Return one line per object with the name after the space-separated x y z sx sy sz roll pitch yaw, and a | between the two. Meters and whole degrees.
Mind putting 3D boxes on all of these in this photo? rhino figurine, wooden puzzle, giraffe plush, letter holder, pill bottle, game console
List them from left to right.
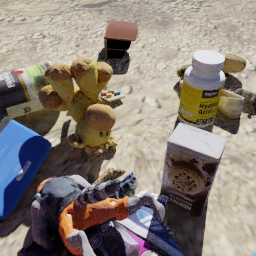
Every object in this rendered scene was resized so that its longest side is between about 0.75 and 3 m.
-3.565 1.055 7.152 2.162 1.498 2.532 32 41 -11 | game console
-1.112 -0.380 7.526 2.103 2.438 1.977 -17 59 -22 | giraffe plush
-0.579 -1.173 9.653 0.734 0.183 0.793 -18 34 -29 | wooden puzzle
-0.256 -3.888 12.367 1.395 0.987 1.963 3 41 1 | letter holder
2.177 -1.144 8.275 1.169 2.101 1.169 0 41 0 | pill bottle
4.186 -0.943 9.343 1.443 0.431 0.631 21 45 20 | rhino figurine

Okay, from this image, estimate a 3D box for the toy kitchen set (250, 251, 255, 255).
2.600 2.883 4.382 1.439 1.058 1.796 14 43 16 | toy kitchen set

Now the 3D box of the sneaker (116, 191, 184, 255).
0.677 1.907 5.804 1.627 0.655 1.191 23 51 33 | sneaker

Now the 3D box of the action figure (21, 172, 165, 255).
-0.727 1.354 5.590 2.887 1.561 2.985 -1 26 45 | action figure

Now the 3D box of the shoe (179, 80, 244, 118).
2.782 -1.197 9.447 0.866 0.661 2.478 -30 49 -30 | shoe

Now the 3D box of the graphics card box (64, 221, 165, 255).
0.097 2.878 4.666 2.774 0.706 1.740 26 47 28 | graphics card box

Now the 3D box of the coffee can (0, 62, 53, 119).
-3.187 -1.184 8.869 1.932 1.414 1.414 -21 45 -24 | coffee can

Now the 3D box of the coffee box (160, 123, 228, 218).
1.348 0.937 6.053 1.036 1.833 0.732 20 42 22 | coffee box

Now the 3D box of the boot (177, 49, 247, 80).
3.133 -2.229 10.527 2.270 0.826 1.764 18 43 21 | boot

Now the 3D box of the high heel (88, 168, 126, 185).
-0.521 1.326 6.701 0.999 0.357 0.712 -14 33 9 | high heel
